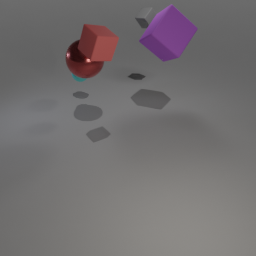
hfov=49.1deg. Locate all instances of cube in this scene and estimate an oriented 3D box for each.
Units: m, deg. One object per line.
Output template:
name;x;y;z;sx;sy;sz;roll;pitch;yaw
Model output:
cube;0.916;-5.310;13.528;0.700;0.700;0.700;25;78;44
cube;-0.793;-2.245;7.407;0.700;0.700;0.700;-12;48;-41
cube;1.544;-3.644;10.985;1.400;1.400;1.400;35;-5;-18

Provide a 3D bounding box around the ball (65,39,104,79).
ball;-1.560;-2.508;10.183;1.400;1.400;1.400;0;32;0

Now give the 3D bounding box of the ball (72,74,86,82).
ball;-1.969;-2.255;11.524;0.700;0.700;0.700;0;32;0
